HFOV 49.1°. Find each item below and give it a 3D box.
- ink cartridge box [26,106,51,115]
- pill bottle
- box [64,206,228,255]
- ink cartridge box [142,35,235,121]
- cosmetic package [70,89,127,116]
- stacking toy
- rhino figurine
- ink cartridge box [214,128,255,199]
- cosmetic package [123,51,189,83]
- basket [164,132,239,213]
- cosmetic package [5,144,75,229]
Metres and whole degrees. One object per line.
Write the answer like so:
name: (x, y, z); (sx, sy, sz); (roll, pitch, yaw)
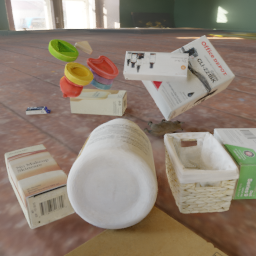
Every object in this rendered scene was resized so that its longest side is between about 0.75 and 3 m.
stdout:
ink cartridge box: (-3.654, -0.728, 11.475); (0.949, 0.186, 0.472); (-3, 24, -8)
pill bottle: (-0.248, 0.746, 6.374); (1.672, 1.672, 2.924); (1, 16, 2)
box: (0.208, 2.339, 4.705); (2.467, 0.262, 2.017); (-21, 31, -37)
ink cartridge box: (2.182, -1.861, 10.444); (2.747, 1.982, 1.150); (-29, -13, -9)
cosmetic package: (-1.183, -1.086, 11.541); (2.154, 0.765, 1.133); (3, 25, 7)
stacking toy: (-1.760, -2.124, 10.221); (2.249, 1.049, 2.484); (47, 36, 18)
rhino figurine: (1.343, -0.033, 9.616); (1.541, 0.461, 0.674); (-10, 22, -27)
ink cartridge box: (3.586, 0.818, 7.033); (2.478, 1.084, 1.800); (-2, 25, -2)
cosmetic package: (0.954, -2.076, 9.495); (2.116, 0.873, 0.536); (4, -12, 10)
basket: (1.584, 0.994, 6.570); (1.263, 1.150, 1.864); (-2, 24, -3)
cosmetic package: (-2.062, 1.224, 6.414); (1.016, 0.858, 1.966); (-16, 29, -31)
